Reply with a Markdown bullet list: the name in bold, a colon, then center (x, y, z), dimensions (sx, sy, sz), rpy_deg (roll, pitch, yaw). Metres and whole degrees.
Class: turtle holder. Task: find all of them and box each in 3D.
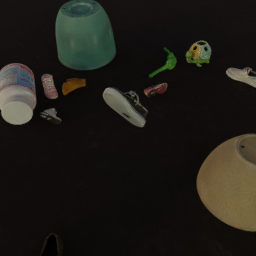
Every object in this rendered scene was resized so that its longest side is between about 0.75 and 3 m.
- **turtle holder**: center (3.386, -3.686, 13.704), dimensions (1.378, 0.979, 1.047), rpy_deg (-4, 44, -5)

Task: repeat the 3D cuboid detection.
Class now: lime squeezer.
- **lime squeezer**: center (1.916, -3.247, 13.727), dimensions (1.004, 0.536, 2.842), rpy_deg (-13, 35, 34)

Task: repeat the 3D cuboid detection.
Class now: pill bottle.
- **pill bottle**: center (-4.314, -1.336, 10.898), dimensions (1.382, 1.382, 2.541), rpy_deg (-12, 45, -12)

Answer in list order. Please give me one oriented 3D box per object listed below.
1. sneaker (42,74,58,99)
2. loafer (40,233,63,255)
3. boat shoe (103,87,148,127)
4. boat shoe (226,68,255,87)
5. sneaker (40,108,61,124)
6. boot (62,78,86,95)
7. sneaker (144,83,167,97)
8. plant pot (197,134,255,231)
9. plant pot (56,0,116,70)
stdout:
- **sneaker**: center (-3.373, -1.821, 11.938), dimensions (0.494, 0.687, 1.314), rpy_deg (-17, 47, -20)
- **loafer**: center (-1.888, 3.256, 6.556), dimensions (0.615, 0.601, 1.684), rpy_deg (-5, 43, -5)
- **boat shoe**: center (0.023, -0.753, 8.401), dimensions (0.747, 2.024, 0.691), rpy_deg (10, 70, 42)
- **boat shoe**: center (5.344, -2.397, 12.596), dimensions (0.664, 0.607, 1.846), rpy_deg (-32, 52, -30)
- **sneaker**: center (-2.844, -0.522, 10.764), dimensions (0.989, 0.373, 0.569), rpy_deg (22, 49, 25)
- **boot**: center (-2.291, -1.831, 12.098), dimensions (0.885, 0.435, 1.236), rpy_deg (-2, 37, 6)
- **sneaker**: center (1.206, -1.699, 11.979), dimensions (1.104, 0.445, 0.412), rpy_deg (-22, 45, -21)
- **plant pot**: center (3.417, 1.222, 7.872), dimensions (2.671, 1.793, 2.671), rpy_deg (0, 44, 0)
- **plant pot**: center (-2.111, -4.650, 13.497), dimensions (2.973, 2.386, 2.973), rpy_deg (-1, 50, 1)
